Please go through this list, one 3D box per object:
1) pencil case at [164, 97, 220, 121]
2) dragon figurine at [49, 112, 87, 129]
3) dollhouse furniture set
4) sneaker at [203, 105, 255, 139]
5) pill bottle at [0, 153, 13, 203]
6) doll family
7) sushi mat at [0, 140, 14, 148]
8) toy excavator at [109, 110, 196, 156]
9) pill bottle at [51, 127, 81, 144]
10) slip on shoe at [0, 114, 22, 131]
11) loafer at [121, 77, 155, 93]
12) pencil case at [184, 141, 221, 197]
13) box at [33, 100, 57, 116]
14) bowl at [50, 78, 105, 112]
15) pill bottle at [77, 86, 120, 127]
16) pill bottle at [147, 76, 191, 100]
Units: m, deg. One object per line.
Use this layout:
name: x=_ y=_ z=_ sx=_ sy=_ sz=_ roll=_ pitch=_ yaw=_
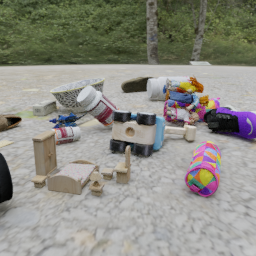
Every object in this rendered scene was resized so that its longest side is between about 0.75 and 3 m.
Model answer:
pencil case: x=2.652 y=-0.788 z=11.659 sx=2.313 sy=1.022 sz=1.022 roll=-1 pitch=16 yaw=-2
dragon figurine: x=-2.223 y=-0.286 z=10.758 sx=1.654 sy=0.487 sz=0.822 roll=-9 pitch=19 yaw=-24
dollhouse furniture set: x=-1.118 y=0.760 z=6.297 sx=2.202 sy=0.975 sz=1.142 roll=5 pitch=17 yaw=14
sneaker: x=3.492 y=-0.152 z=9.768 sx=1.332 sy=0.931 sz=2.678 roll=-8 pitch=13 yaw=-8
pill bottle: x=-3.175 y=1.101 z=4.636 sx=2.197 sy=1.229 sz=1.229 roll=-14 pitch=21 yaw=-38
doll family: x=2.328 y=-1.295 z=11.140 sx=1.657 sy=1.203 sz=2.669 roll=10 pitch=39 yaw=-2
sushi mat: x=-4.044 y=0.539 z=8.705 sx=0.435 sy=0.055 sz=0.909 roll=7 pitch=18 yaw=26
toy excavator: x=0.832 y=0.066 z=8.721 sx=2.304 sy=1.184 sz=2.370 roll=8 pitch=9 yaw=21
pill bottle: x=-1.994 y=0.219 z=9.007 sx=0.866 sy=0.495 sz=0.495 roll=-9 pitch=18 yaw=-28
slip on shoe: x=-4.619 y=-0.178 z=10.223 sx=0.509 sy=0.638 sz=1.679 roll=0 pitch=7 yaw=24
loafer: x=0.711 y=-3.056 z=19.302 sx=2.769 sy=1.053 sz=0.934 roll=-8 pitch=23 yaw=-27
pencil case: x=1.750 y=0.886 z=6.402 sx=0.763 sy=0.763 sz=1.728 roll=6 pitch=15 yaw=19
box: x=-3.851 y=-0.942 z=13.031 sx=0.576 sy=0.479 sz=1.402 roll=2 pitch=16 yaw=8
bowl: x=-2.221 y=-1.489 z=13.253 sx=2.594 sy=1.218 sz=2.594 roll=-11 pitch=18 yaw=4
pill bottle: x=-1.052 y=-0.781 z=10.152 sx=1.512 sy=0.863 sz=0.863 roll=41 pitch=-8 yaw=-32
pill bottle: x=2.356 y=-2.281 z=16.093 sx=2.363 sy=1.340 sz=1.340 roll=-2 pitch=16 yaw=-10
